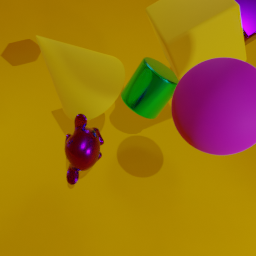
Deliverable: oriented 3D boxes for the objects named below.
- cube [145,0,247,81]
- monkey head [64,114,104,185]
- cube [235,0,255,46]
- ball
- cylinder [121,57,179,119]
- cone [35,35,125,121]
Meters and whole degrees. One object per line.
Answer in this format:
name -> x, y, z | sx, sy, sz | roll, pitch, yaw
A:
cube -> 1.233, -1.706, 5.118 | 1.241, 1.241, 1.241 | -26, 50, 11
monkey head -> -0.920, 0.346, 5.125 | 0.909, 0.762, 1.264 | 12, 96, 23
cube -> 2.730, -2.639, 6.461 | 1.157, 1.157, 1.157 | -31, 87, 1
ball -> 1.181, -0.270, 3.596 | 1.236, 1.236, 1.236 | 0, 51, 0
cylinder -> 0.531, -0.933, 6.595 | 1.056, 1.056, 1.056 | 27, 29, -16
cone -> -1.127, -1.180, 5.213 | 1.585, 1.591, 1.585 | -16, 57, 25
